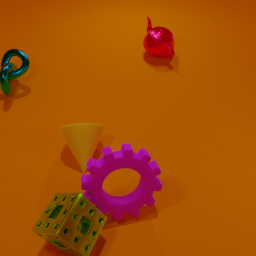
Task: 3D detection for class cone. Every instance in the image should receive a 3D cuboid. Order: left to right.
[{"bbox_3d":[-1.162,0.589,7.272,1.178,1.178,1.182,-4,78,-3],"label":"cone"}]

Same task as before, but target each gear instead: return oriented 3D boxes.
[{"bbox_3d":[-0.130,1.185,6.037,1.707,1.707,0.316,-9,23,-8],"label":"gear"}]

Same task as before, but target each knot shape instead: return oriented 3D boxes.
[{"bbox_3d":[-3.779,-1.867,8.994,1.438,0.710,1.537,-54,38,0],"label":"knot shape"}]

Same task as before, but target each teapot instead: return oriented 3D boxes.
[{"bbox_3d":[1.145,-3.284,10.345,1.196,0.942,1.924,-21,65,-22],"label":"teapot"}]

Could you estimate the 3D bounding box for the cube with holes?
[{"bbox_3d":[-1.162,1.937,5.658,0.884,0.884,0.884,-12,37,41],"label":"cube with holes"}]
